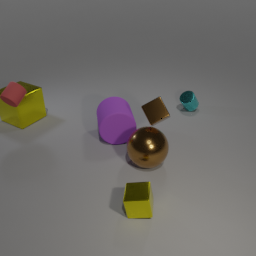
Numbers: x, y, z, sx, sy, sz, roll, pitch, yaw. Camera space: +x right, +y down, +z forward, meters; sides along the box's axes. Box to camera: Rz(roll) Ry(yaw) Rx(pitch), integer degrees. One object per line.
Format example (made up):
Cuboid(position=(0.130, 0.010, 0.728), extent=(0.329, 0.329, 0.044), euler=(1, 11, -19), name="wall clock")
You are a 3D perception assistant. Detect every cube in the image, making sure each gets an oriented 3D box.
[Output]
Cuboid(position=(-4.579, -1.021, 12.011), extent=(1.400, 1.400, 1.400), euler=(18, 36, 27), name="cube")
Cuboid(position=(0.305, 1.983, 7.728), extent=(0.700, 0.700, 0.700), euler=(-6, 32, 11), name="cube")
Cuboid(position=(0.932, -0.538, 9.291), extent=(0.700, 0.700, 0.700), euler=(-28, -7, 8), name="cube")

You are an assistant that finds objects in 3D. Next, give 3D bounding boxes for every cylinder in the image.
Cuboid(position=(-0.476, -0.307, 10.846), extent=(1.400, 1.400, 1.400), euler=(-5, 32, -8), name="cylinder")
Cuboid(position=(-4.300, -1.258, 10.517), extent=(0.700, 0.700, 0.700), euler=(15, 65, 22), name="cylinder")
Cuboid(position=(2.790, -1.225, 12.763), extent=(0.700, 0.700, 0.700), euler=(-17, 53, 24), name="cylinder")

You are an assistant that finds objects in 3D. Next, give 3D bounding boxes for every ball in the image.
Cuboid(position=(0.656, 0.643, 9.357), extent=(1.400, 1.400, 1.400), euler=(0, 32, 0), name="ball")
